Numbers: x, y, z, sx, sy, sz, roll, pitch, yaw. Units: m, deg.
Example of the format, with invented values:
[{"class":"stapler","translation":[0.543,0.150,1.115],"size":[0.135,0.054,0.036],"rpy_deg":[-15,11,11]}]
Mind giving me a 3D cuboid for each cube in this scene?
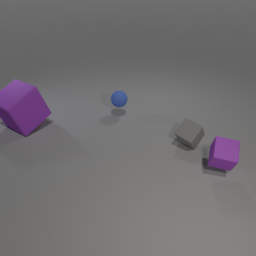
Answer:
[{"class":"cube","translation":[-4.130,-0.797,10.780],"size":[1.400,1.400,1.400],"rpy_deg":[21,57,33]},{"class":"cube","translation":[2.815,0.753,8.242],"size":[0.700,0.700,0.700],"rpy_deg":[13,63,7]},{"class":"cube","translation":[2.168,0.205,9.796],"size":[0.700,0.700,0.700],"rpy_deg":[33,82,30]}]

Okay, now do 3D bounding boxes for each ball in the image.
[{"class":"ball","translation":[-0.366,-1.206,11.654],"size":[0.700,0.700,0.700],"rpy_deg":[0,30,0]}]
